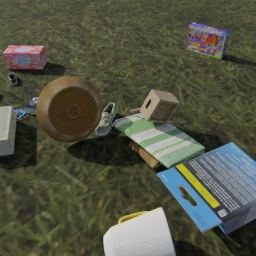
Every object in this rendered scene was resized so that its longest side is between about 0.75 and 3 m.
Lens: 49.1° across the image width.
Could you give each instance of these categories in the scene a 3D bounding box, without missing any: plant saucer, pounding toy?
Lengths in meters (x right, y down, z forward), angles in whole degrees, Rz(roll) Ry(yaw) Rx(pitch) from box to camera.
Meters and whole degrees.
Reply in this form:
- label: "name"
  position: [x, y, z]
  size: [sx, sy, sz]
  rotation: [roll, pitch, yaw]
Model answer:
- label: "plant saucer"
  position: [-1.957, -0.597, 9.861]
  size: [2.406, 2.406, 0.426]
  rotation: [-18, 20, -20]
- label: "pounding toy"
  position: [0.975, -0.764, 10.396]
  size: [1.173, 1.275, 0.906]
  rotation: [5, 39, -35]

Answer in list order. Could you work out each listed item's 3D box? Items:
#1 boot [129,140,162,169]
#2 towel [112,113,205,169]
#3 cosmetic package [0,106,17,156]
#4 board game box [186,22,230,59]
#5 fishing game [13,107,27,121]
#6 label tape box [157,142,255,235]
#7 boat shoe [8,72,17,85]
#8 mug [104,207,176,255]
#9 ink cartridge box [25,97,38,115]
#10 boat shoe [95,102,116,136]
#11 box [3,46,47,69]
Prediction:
- label: "boot"
  position: [0.829, 0.753, 9.820]
  size: [1.138, 0.430, 1.299]
  rotation: [-34, 52, -25]
- label: "towel"
  position: [1.075, 0.306, 10.018]
  size: [2.190, 0.336, 2.872]
  rotation: [-16, 41, -41]
- label: "cosmetic package"
  position: [-4.763, 0.097, 10.311]
  size: [1.058, 0.747, 2.044]
  rotation: [-8, 41, -10]
- label: "board game box"
  position: [4.435, -4.910, 15.742]
  size: [2.190, 1.473, 0.490]
  rotation: [26, 46, 28]
- label: "fishing game"
  position: [-4.640, -0.604, 11.617]
  size: [0.712, 0.155, 0.995]
  rotation: [-29, 46, -30]
- label: "label tape box"
  position: [2.578, 1.798, 8.111]
  size: [2.939, 0.930, 2.120]
  rotation: [-18, 43, -21]
- label: "boat shoe"
  position: [-5.688, -2.518, 13.735]
  size: [0.400, 0.370, 1.082]
  rotation: [-12, 41, -14]
- label: "mug"
  position: [0.253, 2.855, 6.805]
  size: [1.518, 1.849, 1.481]
  rotation: [-13, 73, -2]
- label: "ink cartridge box"
  position: [-3.344, -0.853, 11.779]
  size: [1.742, 0.342, 0.866]
  rotation: [9, 40, 9]
- label: "boat shoe"
  position: [-0.885, -0.376, 11.036]
  size: [0.619, 0.533, 1.718]
  rotation: [7, 40, 8]
- label: "box"
  position: [-5.381, -3.712, 14.740]
  size: [1.929, 0.913, 0.990]
  rotation: [1, 40, 2]
